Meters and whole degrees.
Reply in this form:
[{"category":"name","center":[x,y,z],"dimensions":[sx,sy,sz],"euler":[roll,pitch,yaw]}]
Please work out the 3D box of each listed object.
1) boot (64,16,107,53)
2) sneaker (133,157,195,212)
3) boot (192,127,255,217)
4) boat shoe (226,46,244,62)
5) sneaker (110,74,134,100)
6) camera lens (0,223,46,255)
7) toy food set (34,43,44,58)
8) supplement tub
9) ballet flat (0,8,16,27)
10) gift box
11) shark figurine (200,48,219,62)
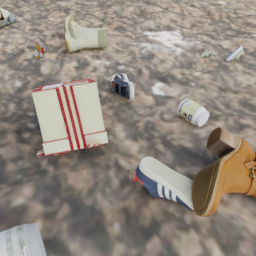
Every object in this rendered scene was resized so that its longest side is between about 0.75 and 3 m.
[{"category":"boot","center":[-1.985,-4.513,13.320],"dimensions":[1.980,0.923,2.560],"euler":[-6,48,-6]},{"category":"sneaker","center":[0.977,1.503,6.857],"dimensions":[1.907,0.806,0.715],"euler":[36,37,3]},{"category":"boot","center":[2.632,1.309,6.631],"dimensions":[1.889,0.900,2.442],"euler":[33,60,-9]},{"category":"boat shoe","center":[4.716,-3.179,12.232],"dimensions":[1.149,0.414,0.357],"euler":[-39,98,-22]},{"category":"sneaker","center":[-0.233,-1.466,10.128],"dimensions":[0.653,0.645,1.645],"euler":[-5,31,-13]},{"category":"camera lens","center":[-2.311,2.534,5.265],"dimensions":[1.408,1.126,1.126],"euler":[-16,44,-18]},{"category":"toy food set","center":[-4.012,-3.502,12.597],"dimensions":[0.389,0.367,0.816],"euler":[-2,42,-2]},{"category":"supplement tub","center":[2.100,-0.494,9.032],"dimensions":[0.632,0.632,0.872],"euler":[-29,49,-29]},{"category":"ballet flat","center":[-6.867,-5.754,14.671],"dimensions":[1.007,1.007,2.799],"euler":[13,43,15]},{"category":"gift box","center":[-1.602,-0.235,7.592],"dimensions":[1.878,1.900,2.035],"euler":[-10,16,-5]},{"category":"shark figurine","center":[3.648,-3.193,12.333],"dimensions":[0.833,0.348,0.498],"euler":[20,79,31]}]
